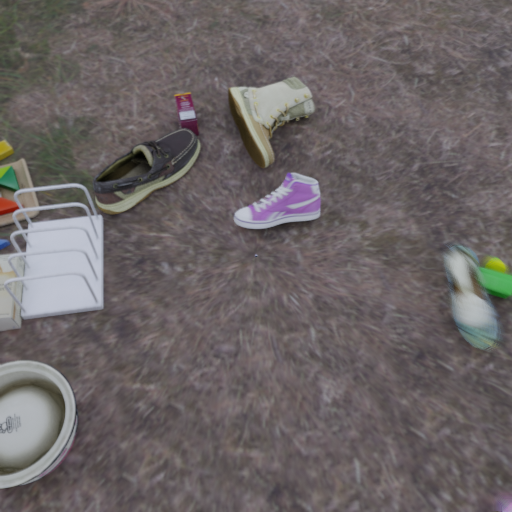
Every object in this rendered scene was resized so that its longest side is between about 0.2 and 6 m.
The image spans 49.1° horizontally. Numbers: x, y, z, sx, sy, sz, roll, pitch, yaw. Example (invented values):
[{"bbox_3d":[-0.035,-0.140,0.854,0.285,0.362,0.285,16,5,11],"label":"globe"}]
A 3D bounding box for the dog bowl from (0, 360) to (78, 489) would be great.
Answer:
[{"bbox_3d":[-3.986,2.870,9.416,2.103,0.775,2.103,0,58,0],"label":"dog bowl"}]

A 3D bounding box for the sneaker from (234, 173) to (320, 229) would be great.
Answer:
[{"bbox_3d":[0.420,-1.225,11.758,1.871,1.067,0.678,-12,36,-10],"label":"sneaker"}]

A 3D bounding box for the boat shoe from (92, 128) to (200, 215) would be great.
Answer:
[{"bbox_3d":[-2.364,-2.035,12.407,1.050,0.929,2.868,33,62,22],"label":"boat shoe"}]

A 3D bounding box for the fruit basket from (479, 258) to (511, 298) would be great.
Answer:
[{"bbox_3d":[4.762,0.365,11.146,0.862,0.622,0.862,-2,74,7],"label":"fruit basket"}]

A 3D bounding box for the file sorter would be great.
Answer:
[{"bbox_3d":[-3.923,-0.144,10.965,1.545,1.387,2.227,-7,57,-5],"label":"file sorter"}]

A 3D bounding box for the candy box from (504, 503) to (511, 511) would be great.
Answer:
[{"bbox_3d":[4.442,4.508,8.419,1.936,0.692,1.624,-33,64,-20],"label":"candy box"}]

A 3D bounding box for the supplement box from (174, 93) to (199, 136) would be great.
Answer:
[{"bbox_3d":[-1.682,-3.396,13.514,0.415,0.535,0.969,-11,58,-7],"label":"supplement box"}]

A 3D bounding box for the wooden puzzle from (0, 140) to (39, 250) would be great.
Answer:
[{"bbox_3d":[-5.868,-1.330,12.327,1.996,0.346,2.958,-27,62,-16],"label":"wooden puzzle"}]

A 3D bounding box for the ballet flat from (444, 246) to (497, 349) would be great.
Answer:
[{"bbox_3d":[3.958,0.713,10.562,0.770,0.770,2.074,-4,59,-3],"label":"ballet flat"}]

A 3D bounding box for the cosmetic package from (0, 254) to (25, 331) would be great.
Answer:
[{"bbox_3d":[-4.981,0.717,10.926,0.760,0.513,1.444,-8,58,-5],"label":"cosmetic package"}]

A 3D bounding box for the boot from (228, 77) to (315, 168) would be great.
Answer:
[{"bbox_3d":[0.520,-3.241,13.232,1.899,0.885,2.455,-15,58,-10],"label":"boot"}]
